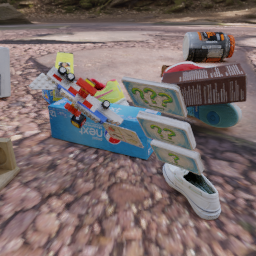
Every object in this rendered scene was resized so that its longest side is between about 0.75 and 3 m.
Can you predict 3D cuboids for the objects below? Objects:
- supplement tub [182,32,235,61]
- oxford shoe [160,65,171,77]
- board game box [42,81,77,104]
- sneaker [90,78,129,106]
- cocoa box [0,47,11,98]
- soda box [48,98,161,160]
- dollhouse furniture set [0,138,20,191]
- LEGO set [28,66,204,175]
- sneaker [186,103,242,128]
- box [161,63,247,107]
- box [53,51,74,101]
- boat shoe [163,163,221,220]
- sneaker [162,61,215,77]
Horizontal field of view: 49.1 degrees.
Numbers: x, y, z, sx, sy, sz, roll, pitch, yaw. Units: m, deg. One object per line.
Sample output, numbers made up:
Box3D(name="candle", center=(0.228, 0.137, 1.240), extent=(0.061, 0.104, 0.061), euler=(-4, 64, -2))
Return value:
Box3D(name="supplement tub", center=(4.383, -4.453, 15.358), extent=(2.541, 1.557, 1.557), euler=(-1, 24, -3))
Box3D(name="oxford shoe", center=(2.314, -2.512, 12.256), extent=(1.739, 0.620, 0.620), euler=(3, 23, 1))
Box3D(name="board game box", center=(-1.928, -1.220, 9.265), extent=(1.624, 0.454, 1.590), euler=(-10, 17, -21))
Box3D(name="sneaker", center=(-1.005, -0.873, 7.824), extent=(2.252, 1.017, 0.880), euler=(-5, 20, 32))
Box3D(name="cocoa box", center=(-5.510, -1.996, 9.477), extent=(2.594, 1.730, 1.702), euler=(15, 20, 30))
Box3D(name="soda box", center=(-0.575, -0.070, 6.525), extent=(2.550, 0.865, 0.818), euler=(11, 27, 23))
Box3D(name="dollhouse furniture set", center=(-3.155, 0.264, 4.616), extent=(1.774, 1.865, 1.520), euler=(3, 25, 10))
Box3D(name="LEGO set", center=(-0.245, -0.047, 4.253), extent=(2.535, 1.894, 0.622), euler=(18, 63, 34))
Box3D(name="sneaker", center=(2.451, -0.800, 8.076), extent=(1.547, 0.943, 2.370), euler=(-20, 32, -35))
Box3D(name="box", center=(1.789, -1.003, 6.766), extent=(1.903, 0.713, 0.953), euler=(-3, 27, 14))
Box3D(name="box", center=(-1.850, -1.538, 8.117), extent=(0.537, 0.807, 2.145), euler=(2, 30, -14))
Box3D(name="boat shoe", center=(1.105, 0.884, 4.850), extent=(0.568, 0.516, 1.545), euler=(-10, 26, -21))
Box3D(name="sneaker", center=(2.706, -1.777, 10.122), extent=(2.717, 1.064, 1.569), euler=(-8, 24, -15))
